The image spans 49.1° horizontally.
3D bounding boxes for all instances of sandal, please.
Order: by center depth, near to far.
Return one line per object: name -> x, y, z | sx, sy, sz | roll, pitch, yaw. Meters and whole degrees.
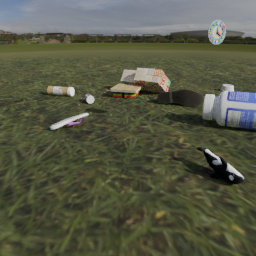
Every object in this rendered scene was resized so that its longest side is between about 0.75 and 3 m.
sandal -> -2.376, -0.198, 11.504 | 1.667, 0.410, 0.678 | -23, 12, -21

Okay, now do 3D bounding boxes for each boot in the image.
boot -> 2.828, -1.625, 14.810 | 2.405, 0.885, 0.907 | 6, 11, 22

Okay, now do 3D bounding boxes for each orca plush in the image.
orca plush -> 2.402, 1.088, 7.681 | 0.541, 0.801, 1.522 | -41, 57, -3

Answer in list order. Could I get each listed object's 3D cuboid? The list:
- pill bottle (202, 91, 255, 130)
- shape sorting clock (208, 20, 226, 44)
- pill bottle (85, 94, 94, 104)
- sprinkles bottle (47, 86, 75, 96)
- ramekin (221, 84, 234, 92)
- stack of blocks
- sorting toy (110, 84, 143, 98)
pill bottle -> 4.425, -0.746, 11.386 | 2.589, 1.451, 1.451 | 8, 22, 20
shape sorting clock -> 2.999, -3.213, 9.406 | 0.781, 0.781, 0.153 | -11, 19, -28
pill bottle -> -2.123, -1.613, 15.236 | 0.436, 0.436, 0.776 | -7, 21, -17
sprinkles bottle -> -4.004, -2.196, 16.673 | 1.588, 0.542, 0.542 | 6, 21, 16
ramekin -> 6.358, -2.554, 17.882 | 0.803, 0.374, 0.803 | -1, 20, 0
stack of blocks -> 0.990, -2.965, 17.239 | 2.822, 0.826, 1.625 | 12, -11, 32
sorting toy -> -0.060, -2.166, 16.576 | 1.552, 0.544, 1.562 | 6, 21, 16
